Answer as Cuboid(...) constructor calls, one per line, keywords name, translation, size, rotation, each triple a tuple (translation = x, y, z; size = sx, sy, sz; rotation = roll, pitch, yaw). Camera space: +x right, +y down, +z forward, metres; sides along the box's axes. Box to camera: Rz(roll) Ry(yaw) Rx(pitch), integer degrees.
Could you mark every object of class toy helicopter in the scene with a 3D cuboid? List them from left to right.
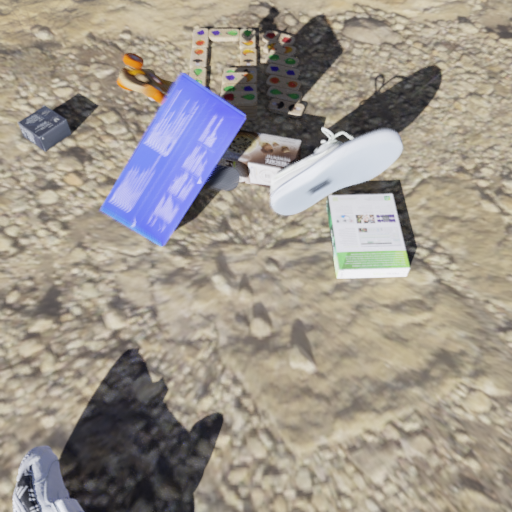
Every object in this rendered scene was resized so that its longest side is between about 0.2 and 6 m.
Cuboid(name="toy helicopter", translation=(-1.900, -3.357, 11.073), size=(1.597, 0.630, 1.056), rotation=(3, 42, -32))

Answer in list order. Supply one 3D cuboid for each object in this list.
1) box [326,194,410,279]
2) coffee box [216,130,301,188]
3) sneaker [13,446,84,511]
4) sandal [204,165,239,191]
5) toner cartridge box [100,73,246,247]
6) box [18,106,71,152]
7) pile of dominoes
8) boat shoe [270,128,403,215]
Cuboid(name="box", translation=(2.269, -0.438, 11.603), size=(1.432, 0.361, 1.984), rotation=(-1, 53, -1))
Cuboid(name="coffee box", translation=(0.047, -2.170, 12.594), size=(1.788, 0.713, 1.010), rotation=(13, 56, 9))
Cuboid(name="sneaker", translation=(-2.469, 4.039, 8.016), size=(1.628, 1.065, 2.833), rotation=(-12, 61, -9))
Cuboid(name="sandal", translation=(-1.189, -1.788, 11.867), size=(1.692, 0.362, 0.643), rotation=(24, 82, -2))
Cuboid(name="toner cartridge box", translation=(-1.599, -1.822, 10.818), size=(1.438, 3.028, 0.654), rotation=(33, 13, -11))
Cuboid(name="box", translation=(-5.035, -3.037, 13.351), size=(0.830, 0.487, 0.816), rotation=(34, 61, 22))
Cuboid(name="pile of dominoes", translation=(-0.296, -5.044, 14.711), size=(2.958, 0.604, 3.795), rotation=(-1, 55, -1))
Cuboid(name="boat shoe", translation=(1.505, -1.964, 11.370), size=(2.894, 1.069, 1.234), rotation=(-28, 53, 29))
